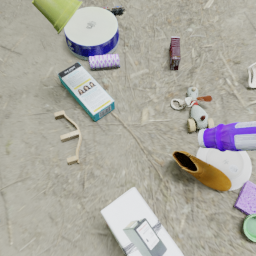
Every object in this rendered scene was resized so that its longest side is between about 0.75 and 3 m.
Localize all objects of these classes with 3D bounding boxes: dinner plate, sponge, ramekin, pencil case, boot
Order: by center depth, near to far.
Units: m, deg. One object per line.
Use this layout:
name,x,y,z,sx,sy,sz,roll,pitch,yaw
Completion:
ramekin,3.878,2.972,8.412,0.807,0.394,0.807,-1,86,15
boot,2.288,1.376,8.744,1.983,1.419,0.698,33,95,21
sponge,4.356,2.538,8.840,1.747,0.261,0.974,31,69,14
dinner plate,3.295,1.175,9.585,1.912,0.232,1.912,0,65,0
pencil case,-0.951,-2.729,11.400,1.286,0.540,0.550,-4,31,-4

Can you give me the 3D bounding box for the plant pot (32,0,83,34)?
plant pot,-1.969,-3.314,7.575,1.018,1.107,1.107,37,63,-23

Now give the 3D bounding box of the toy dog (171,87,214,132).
toy dog,2.505,-0.737,10.140,1.279,0.934,1.939,-24,65,-12

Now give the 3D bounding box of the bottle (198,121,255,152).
bottle,2.822,0.212,6.821,2.223,0.929,0.726,-6,89,41

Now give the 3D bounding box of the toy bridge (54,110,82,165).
toy bridge,-2.035,0.291,9.980,0.722,0.292,2.147,-18,65,-9

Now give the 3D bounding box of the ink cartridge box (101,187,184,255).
ink cartridge box,0.497,3.206,7.535,1.147,1.987,2.731,-32,67,-15

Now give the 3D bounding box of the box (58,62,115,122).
box,-1.597,-1.404,10.675,0.974,0.582,2.368,-36,68,-17

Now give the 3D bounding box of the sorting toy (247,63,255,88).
sorting toy,5.195,-2.159,10.783,1.288,1.431,0.764,-21,29,-7

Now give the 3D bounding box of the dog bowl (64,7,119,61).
dog bowl,-1.516,-3.997,11.827,2.267,0.893,2.267,0,63,0

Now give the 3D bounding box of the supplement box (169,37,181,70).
supplement box,1.916,-3.061,11.479,0.372,0.666,1.223,2,62,1

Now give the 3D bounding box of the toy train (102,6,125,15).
toy train,-1.063,-5.363,12.869,1.859,0.317,0.426,-6,51,-2
